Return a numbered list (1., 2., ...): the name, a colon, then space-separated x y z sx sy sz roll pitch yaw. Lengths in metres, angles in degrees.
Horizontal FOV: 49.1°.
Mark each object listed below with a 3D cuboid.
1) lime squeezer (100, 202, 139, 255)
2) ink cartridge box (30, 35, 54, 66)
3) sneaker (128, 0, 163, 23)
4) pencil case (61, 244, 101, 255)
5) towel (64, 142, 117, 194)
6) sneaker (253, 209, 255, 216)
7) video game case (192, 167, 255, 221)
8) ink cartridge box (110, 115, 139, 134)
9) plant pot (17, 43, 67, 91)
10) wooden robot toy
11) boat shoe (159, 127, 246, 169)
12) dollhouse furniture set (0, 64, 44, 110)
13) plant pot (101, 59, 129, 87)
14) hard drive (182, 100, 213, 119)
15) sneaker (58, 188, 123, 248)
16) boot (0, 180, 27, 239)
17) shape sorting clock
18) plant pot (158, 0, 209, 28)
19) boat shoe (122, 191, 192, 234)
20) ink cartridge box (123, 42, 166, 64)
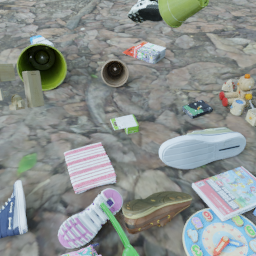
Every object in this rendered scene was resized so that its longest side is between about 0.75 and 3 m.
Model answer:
1. lime squeezer: -0.091 3.039 5.969 1.025 0.548 2.903 -5 58 3
2. ink cartridge box: -4.141 -3.800 13.718 0.595 1.014 1.385 -27 48 -28
3. sneaker: 0.727 -4.131 9.465 0.749 0.895 2.021 28 2 -35
4. pencil case: -1.643 3.148 5.611 2.400 1.049 1.049 -12 42 -13
5. towel: -1.183 1.168 8.543 1.275 0.261 1.742 -14 40 -15
6. sneaker: 3.810 2.128 7.282 1.093 0.383 0.426 -15 35 -18
7. video game case: 2.896 1.738 7.709 1.841 0.161 1.316 -13 36 -22
8. ink cartridge box: -0.131 -0.096 9.926 0.877 0.332 0.648 -12 42 -11
9. plant pot: -3.740 -2.872 12.174 1.951 1.951 1.879 -11 31 -13
10. wooden robot toy: 4.328 -1.397 10.717 1.241 1.278 2.816 -1 40 -2
11. boat shoe: 2.249 0.574 8.803 2.923 1.052 0.907 -5 23 -18
12. dollhouse furniture set: -3.458 -1.199 8.200 1.130 1.319 1.387 2 13 33
13. plant pot: -0.575 -2.483 12.237 1.189 1.189 1.037 -3 23 -3
14. hard drive: 2.667 -0.724 10.767 0.988 0.187 0.690 -19 44 -21
15. sneaker: -0.879 2.250 6.957 1.800 0.796 0.724 -38 79 -10
16. boot: -3.037 2.044 7.225 0.707 0.569 1.564 -8 42 -18
17. shape sorting clock: 2.281 2.691 6.626 1.945 0.382 1.945 0 40 0
18. plant pot: 1.753 -3.811 8.443 1.233 1.233 1.171 -36 20 -35
19. boat shoe: 0.771 2.103 7.105 2.056 0.694 0.740 -7 10 -32
20. ink cartridge box: 0.800 -3.938 14.269 1.982 0.499 1.080 26 47 25
